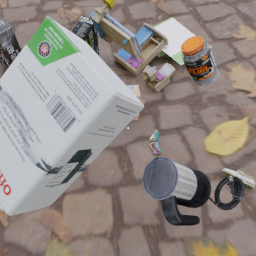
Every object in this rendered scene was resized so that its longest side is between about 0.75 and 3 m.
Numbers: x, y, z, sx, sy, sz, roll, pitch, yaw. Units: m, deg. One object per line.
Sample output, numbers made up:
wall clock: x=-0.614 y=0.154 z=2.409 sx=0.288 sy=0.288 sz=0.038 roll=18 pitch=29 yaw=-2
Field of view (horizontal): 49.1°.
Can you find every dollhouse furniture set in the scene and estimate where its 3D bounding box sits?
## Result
dollhouse furniture set: x=0.468 y=-2.976 z=9.130 sx=2.482 sy=2.629 sz=1.715 roll=42 pitch=87 yaw=23

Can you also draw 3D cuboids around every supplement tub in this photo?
supplement tub: x=1.533 y=-1.433 z=6.019 sx=0.606 sy=0.989 sz=0.606 roll=-21 pitch=44 yaw=22

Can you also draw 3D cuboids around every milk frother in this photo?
milk frother: x=1.202 y=1.037 z=5.099 sx=1.323 sy=1.244 sz=1.194 roll=-42 pitch=49 yaw=23

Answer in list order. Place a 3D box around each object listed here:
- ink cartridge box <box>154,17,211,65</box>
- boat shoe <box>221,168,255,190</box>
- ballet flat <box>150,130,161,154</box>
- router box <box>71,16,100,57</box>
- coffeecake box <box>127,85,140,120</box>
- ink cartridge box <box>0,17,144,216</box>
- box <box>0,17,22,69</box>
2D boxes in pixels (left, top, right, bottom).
ink cartridge box: x=1.808 y=-3.233 z=10.779 sx=1.625 sy=0.536 sz=2.233 roll=-33 pitch=64 yaw=-19
boat shoe: x=3.119 y=1.384 z=7.937 sx=0.966 sy=0.361 sz=0.330 roll=29 pitch=59 yaw=6
ballet flat: x=0.822 y=0.430 z=8.600 sx=0.300 sy=0.291 sz=0.843 roll=-13 pitch=56 yaw=15
router box: x=-1.529 y=-2.618 z=9.614 sx=0.570 sy=1.835 sz=1.375 roll=17 pitch=60 yaw=9
coffeecake box: x=-0.137 y=-0.739 z=8.742 sx=0.958 sy=1.248 sz=0.456 roll=-5 pitch=58 yaw=-4
ink cartridge box: x=-1.363 y=-0.138 z=4.797 sx=2.642 sy=1.098 sz=1.937 roll=-46 pitch=67 yaw=14
box: x=-4.702 y=-3.199 z=9.915 sx=2.478 sy=1.954 sz=0.617 roll=39 pitch=65 yaw=23
